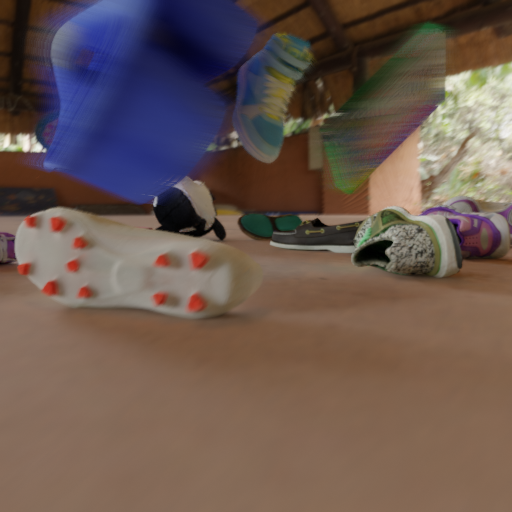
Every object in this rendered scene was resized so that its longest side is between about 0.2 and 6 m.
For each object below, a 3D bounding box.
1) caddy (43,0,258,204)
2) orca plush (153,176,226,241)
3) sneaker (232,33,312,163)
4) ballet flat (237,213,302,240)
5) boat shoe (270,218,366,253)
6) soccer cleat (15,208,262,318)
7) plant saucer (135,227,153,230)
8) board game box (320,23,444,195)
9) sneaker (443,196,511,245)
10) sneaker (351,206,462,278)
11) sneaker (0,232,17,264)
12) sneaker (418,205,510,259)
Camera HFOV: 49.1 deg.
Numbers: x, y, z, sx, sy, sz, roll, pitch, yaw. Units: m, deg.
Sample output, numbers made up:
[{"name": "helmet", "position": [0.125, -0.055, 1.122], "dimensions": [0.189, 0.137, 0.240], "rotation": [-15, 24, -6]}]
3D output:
[{"name": "caddy", "position": [-1.975, -2.649, 8.520], "dimensions": [2.305, 3.105, 4.392], "rotation": [27, -19, -24]}, {"name": "orca plush", "position": [-2.137, -1.245, 14.233], "dimensions": [1.651, 2.444, 4.645], "rotation": [-35, 24, 5]}, {"name": "sneaker", "position": [0.291, -2.471, 8.296], "dimensions": [0.804, 2.021, 1.319], "rotation": [14, -34, -32]}, {"name": "ballet flat", "position": [0.273, -0.685, 14.535], "dimensions": [2.165, 0.763, 0.707], "rotation": [-1, -22, -39]}, {"name": "boat shoe", "position": [1.219, -0.415, 10.822], "dimensions": [2.098, 0.632, 0.748], "rotation": [3, 6, 32]}, {"name": "soccer cleat", "position": [-1.079, 0.092, 4.865], "dimensions": [2.360, 0.818, 0.915], "rotation": [10, 4, 25]}, {"name": "plant saucer", "position": [-2.967, -0.472, 12.942], "dimensions": [1.485, 0.376, 1.485], "rotation": [-1, 6, 0]}, {"name": "board game box", "position": [2.547, -2.784, 10.909], "dimensions": [0.425, 2.920, 1.965], "rotation": [41, -8, 31]}, {"name": "sneaker", "position": [5.309, -0.605, 12.202], "dimensions": [1.501, 1.128, 3.014], "rotation": [17, -4, -34]}, {"name": "sneaker", "position": [1.654, -0.164, 7.390], "dimensions": [1.032, 0.896, 2.329], "rotation": [-10, 5, -13]}, {"name": "sneaker", "position": [-3.768, -0.149, 7.826], "dimensions": [1.080, 0.686, 1.893], "rotation": [1, 4, -32]}, {"name": "sneaker", "position": [3.228, -0.384, 9.677], "dimensions": [0.970, 0.883, 2.194], "rotation": [-10, 9, -21]}]
